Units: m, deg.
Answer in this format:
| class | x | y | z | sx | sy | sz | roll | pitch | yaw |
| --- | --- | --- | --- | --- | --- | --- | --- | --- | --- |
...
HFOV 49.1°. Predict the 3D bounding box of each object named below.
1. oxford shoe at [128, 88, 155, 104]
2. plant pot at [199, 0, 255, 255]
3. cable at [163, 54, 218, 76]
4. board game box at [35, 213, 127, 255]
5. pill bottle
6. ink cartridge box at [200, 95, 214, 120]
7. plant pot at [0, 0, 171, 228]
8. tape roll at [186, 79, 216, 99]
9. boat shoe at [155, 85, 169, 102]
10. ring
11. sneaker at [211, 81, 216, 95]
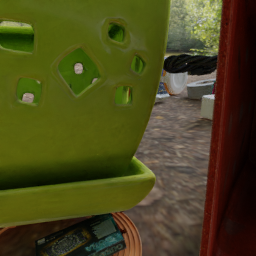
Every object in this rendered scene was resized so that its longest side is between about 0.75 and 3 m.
| class | x | y | z | sx | sy | sz | roll | pitch | yaw |
| --- | --- | --- | --- | --- | --- | --- | --- | --- | --- |
| oxford shoe | 0.154 | -1.091 | 9.252 | 0.870 | 0.854 | 2.399 | -14 | 22 | -35 |
| plant pot | 2.372 | -0.045 | 2.734 | 2.951 | 2.949 | 2.601 | 6 | 12 | 17 |
| cable | 1.565 | -1.484 | 6.291 | 1.313 | 0.409 | 1.609 | 2 | 2 | -36 |
| board game box | -0.495 | 1.168 | 2.809 | 0.849 | 0.120 | 0.575 | -19 | 20 | -14 |
| pill bottle | 1.131 | -2.357 | 12.314 | 2.664 | 1.493 | 1.493 | 16 | 23 | 40 |
| ink cartridge box | 2.937 | -0.509 | 7.720 | 1.101 | 0.646 | 1.504 | -10 | 18 | -31 |
| plant pot | -1.148 | -0.342 | 3.543 | 2.734 | 2.493 | 2.747 | -4 | 7 | -14 |
| tape roll | 3.069 | -1.541 | 10.886 | 1.518 | 0.501 | 1.518 | -11 | 13 | 3 |
| boat shoe | 0.970 | -1.232 | 10.031 | 1.180 | 0.536 | 0.418 | -13 | -19 | -47 |
| ring | -0.806 | 1.250 | 2.828 | 1.891 | 0.181 | 1.891 | 1 | 18 | 0 |
| sneaker | 3.624 | -1.233 | 9.741 | 1.359 | 0.941 | 2.250 | 24 | 29 | 33 |
